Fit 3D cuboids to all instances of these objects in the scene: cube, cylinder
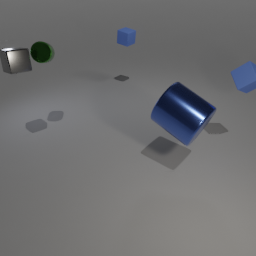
[{"bbox_3d":[-3.553,-2.134,8.856,0.700,0.700,0.700,-21,28,-37],"label":"cube"},{"bbox_3d":[-2.925,-2.595,9.620,0.700,0.700,0.700,-3,14,-5],"label":"cylinder"},{"bbox_3d":[1.630,-0.417,8.310,1.400,1.400,1.400,39,43,16],"label":"cylinder"},{"bbox_3d":[3.942,-1.652,9.200,0.700,0.700,0.700,7,62,-44],"label":"cube"},{"bbox_3d":[-0.082,-4.719,14.494,0.700,0.700,0.700,27,42,26],"label":"cube"}]
